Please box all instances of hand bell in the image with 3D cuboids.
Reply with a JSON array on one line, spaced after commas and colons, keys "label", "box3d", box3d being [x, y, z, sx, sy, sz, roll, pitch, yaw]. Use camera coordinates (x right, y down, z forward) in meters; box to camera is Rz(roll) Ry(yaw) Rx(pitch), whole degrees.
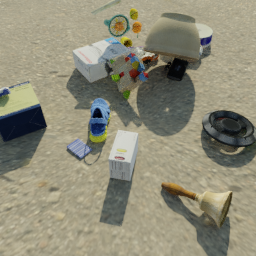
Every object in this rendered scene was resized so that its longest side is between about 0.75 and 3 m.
[{"label": "hand bell", "box3d": [2.081, 2.194, 9.034, 2.200, 1.145, 1.145, 17, 48, 32]}]

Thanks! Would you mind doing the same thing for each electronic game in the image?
[{"label": "electronic game", "box3d": [4.061, -0.021, 11.206, 2.195, 0.457, 2.195, 4, 39, -3]}]

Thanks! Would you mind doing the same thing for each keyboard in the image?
[{"label": "keyboard", "box3d": [2.392, -3.020, 14.237, 1.053, 0.225, 1.754, 19, 49, 9]}]

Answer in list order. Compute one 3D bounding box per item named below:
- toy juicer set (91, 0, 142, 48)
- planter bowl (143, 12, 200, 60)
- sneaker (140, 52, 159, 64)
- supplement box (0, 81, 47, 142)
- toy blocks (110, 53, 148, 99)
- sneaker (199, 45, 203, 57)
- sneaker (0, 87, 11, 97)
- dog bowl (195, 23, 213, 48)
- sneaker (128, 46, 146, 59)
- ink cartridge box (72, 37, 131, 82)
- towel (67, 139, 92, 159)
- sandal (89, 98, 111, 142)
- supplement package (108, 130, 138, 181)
[{"label": "toy juicer set", "box3d": [-0.270, -5.311, 13.857, 1.761, 2.768, 0.753, -43, 46, 10]}, {"label": "planter bowl", "box3d": [2.197, -4.346, 13.233, 2.716, 1.828, 2.716, 10, 12, -2]}, {"label": "sneaker", "box3d": [1.021, -3.743, 14.794, 1.273, 0.482, 0.586, -25, 44, -31]}, {"label": "supplement box", "box3d": [-4.510, -0.710, 11.372, 1.802, 1.210, 1.800, -22, 51, -19]}, {"label": "toy blocks", "box3d": [0.090, -2.596, 12.611, 1.055, 1.443, 2.111, 16, 49, -47]}, {"label": "sneaker", "box3d": [2.814, -4.231, 14.926, 2.265, 0.853, 0.998, 14, 48, 13]}, {"label": "sneaker", "box3d": [-5.037, -1.273, 10.852, 0.908, 0.367, 0.524, -4, 51, 6]}, {"label": "dog bowl", "box3d": [3.930, -5.275, 16.021, 1.716, 0.676, 1.716, 0, 46, 0]}, {"label": "sneaker", "box3d": [0.483, -3.907, 14.870, 0.622, 0.828, 1.662, 4, 17, 43]}, {"label": "ink cartridge box", "box3d": [-1.306, -3.469, 14.080, 2.401, 1.005, 1.742, -27, 51, -23]}, {"label": "towel", "box3d": [-1.872, 0.786, 10.761, 0.846, 0.101, 0.613, 34, 53, 26]}, {"label": "sandal", "box3d": [-1.159, -0.509, 11.382, 0.876, 0.959, 2.204, -5, 45, -2]}, {"label": "supplement package", "box3d": [-0.134, 0.955, 9.903, 0.763, 1.072, 1.377, 9, 47, 8]}]
